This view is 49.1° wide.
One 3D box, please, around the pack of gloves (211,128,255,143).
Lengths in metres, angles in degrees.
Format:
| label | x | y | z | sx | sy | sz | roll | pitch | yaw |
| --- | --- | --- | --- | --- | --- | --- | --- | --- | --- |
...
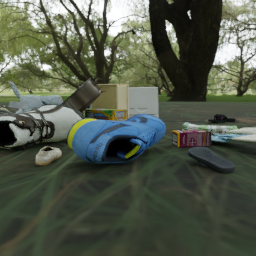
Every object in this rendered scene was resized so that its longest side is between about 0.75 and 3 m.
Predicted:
| label | x | y | z | sx | sy | sz | roll | pitch | yaw |
| --- | --- | --- | --- | --- | --- | --- | --- | --- | --- |
| pack of gloves | 3.384 | 0.348 | 7.537 | 2.109 | 0.495 | 2.511 | -9 | 3 | -22 |

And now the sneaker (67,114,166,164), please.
| label | x | y | z | sx | sy | sz | roll | pitch | yaw |
| --- | --- | --- | --- | --- | --- | --- | --- | --- | --- |
| sneaker | 0.107 | 0.298 | 5.923 | 1.096 | 0.922 | 2.796 | 27 | 21 | 37 |

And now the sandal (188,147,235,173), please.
| label | x | y | z | sx | sy | sz | roll | pitch | yaw |
| --- | --- | --- | --- | --- | --- | --- | --- | --- | --- |
| sandal | 1.538 | 0.642 | 5.397 | 0.444 | 0.250 | 1.166 | -10 | 19 | -18 |

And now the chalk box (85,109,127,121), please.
| label | x | y | z | sx | sy | sz | roll | pitch | yaw |
| --- | --- | --- | --- | --- | --- | --- | --- | --- | --- |
| chalk box | -0.856 | -0.197 | 9.336 | 1.433 | 0.888 | 0.894 | 4 | 8 | 31 |

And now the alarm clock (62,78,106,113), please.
| label | x | y | z | sx | sy | sz | roll | pitch | yaw |
| --- | --- | --- | --- | --- | --- | --- | --- | --- | --- |
| alarm clock | -1.650 | -0.715 | 8.710 | 2.113 | 0.704 | 1.425 | -41 | 12 | -7 |

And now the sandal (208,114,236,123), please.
| label | x | y | z | sx | sy | sz | roll | pitch | yaw |
| --- | --- | --- | --- | --- | --- | --- | --- | --- | --- |
| sandal | 4.540 | -0.487 | 13.650 | 1.722 | 0.412 | 0.647 | -5 | 8 | -34 |

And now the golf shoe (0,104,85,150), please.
| label | x | y | z | sx | sy | sz | roll | pitch | yaw |
| --- | --- | --- | --- | --- | --- | --- | --- | --- | --- |
| golf shoe | -2.490 | 0.098 | 7.222 | 3.000 | 1.166 | 1.417 | -2 | 28 | -22 |

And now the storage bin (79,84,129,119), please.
| label | x | y | z | sx | sy | sz | roll | pitch | yaw |
| --- | --- | --- | --- | --- | --- | --- | --- | --- | --- |
| storage bin | -0.911 | -0.758 | 10.488 | 1.730 | 1.743 | 0.817 | 4 | 10 | 26 |

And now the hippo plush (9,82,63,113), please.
| label | x | y | z | sx | sy | sz | roll | pitch | yaw |
| --- | --- | --- | --- | --- | --- | --- | --- | --- | --- |
| hippo plush | -3.175 | -0.254 | 9.354 | 2.002 | 1.595 | 1.610 | 11 | -31 | -37 |

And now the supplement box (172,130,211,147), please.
| label | x | y | z | sx | sy | sz | roll | pitch | yaw |
| --- | --- | --- | --- | --- | --- | --- | --- | --- | --- |
| supplement box | 1.695 | 0.273 | 7.499 | 0.926 | 0.397 | 0.511 | -1 | 7 | -7 |

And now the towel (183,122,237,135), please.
| label | x | y | z | sx | sy | sz | roll | pitch | yaw |
| --- | --- | --- | --- | --- | --- | --- | --- | --- | --- |
| towel | 3.026 | -0.023 | 10.363 | 1.954 | 0.300 | 1.458 | 2 | 8 | 16 |

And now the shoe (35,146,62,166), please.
| label | x | y | z | sx | sy | sz | roll | pitch | yaw |
| --- | --- | --- | --- | --- | --- | --- | --- | --- | --- |
| shoe | -1.643 | 0.528 | 5.890 | 0.370 | 0.282 | 1.058 | 0 | 7 | 2 |

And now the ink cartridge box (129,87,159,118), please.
| label | x | y | z | sx | sy | sz | roll | pitch | yaw |
| --- | --- | --- | --- | --- | --- | --- | --- | --- | --- |
| ink cartridge box | 0.493 | -1.252 | 14.520 | 1.700 | 1.692 | 2.317 | -3 | 8 | -9 |
